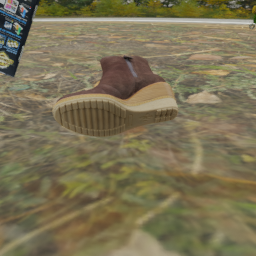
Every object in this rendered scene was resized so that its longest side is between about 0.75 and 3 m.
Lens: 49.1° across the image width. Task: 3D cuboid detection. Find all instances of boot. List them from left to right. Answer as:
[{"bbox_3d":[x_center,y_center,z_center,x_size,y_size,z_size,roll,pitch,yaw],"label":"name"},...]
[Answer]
[{"bbox_3d":[-0.283,-0.638,4.518,1.949,0.705,1.621,-3,41,-20],"label":"boot"}]

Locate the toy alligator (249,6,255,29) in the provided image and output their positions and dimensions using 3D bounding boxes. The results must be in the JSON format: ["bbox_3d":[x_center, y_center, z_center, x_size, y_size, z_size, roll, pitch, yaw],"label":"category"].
[{"bbox_3d":[3.248,-2.834,6.848,0.366,1.104,0.265,6,55,5],"label":"toy alligator"}]

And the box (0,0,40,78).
[{"bbox_3d":[-3.509,-2.594,5.967,2.780,2.210,0.640,17,2,-35],"label":"box"}]
